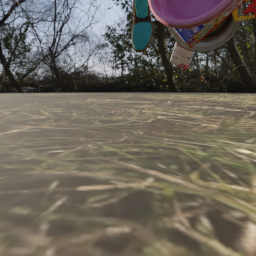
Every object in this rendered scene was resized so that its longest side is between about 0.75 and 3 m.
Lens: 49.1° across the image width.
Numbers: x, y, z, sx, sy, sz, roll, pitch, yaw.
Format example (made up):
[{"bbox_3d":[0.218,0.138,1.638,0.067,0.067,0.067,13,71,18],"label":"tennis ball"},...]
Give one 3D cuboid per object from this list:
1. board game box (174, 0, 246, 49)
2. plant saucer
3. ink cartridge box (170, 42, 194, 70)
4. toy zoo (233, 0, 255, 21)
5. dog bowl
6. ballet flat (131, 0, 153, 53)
[{"bbox_3d":[1.837,-3.096,6.970,1.775,1.344,0.411,-39,-24,21],"label":"board game box"},{"bbox_3d":[1.239,-2.563,5.071,1.764,1.764,0.447,6,-11,33],"label":"plant saucer"},{"bbox_3d":[2.316,-3.118,11.725,0.799,1.091,0.451,32,55,14],"label":"ink cartridge box"},{"bbox_3d":[3.512,-3.602,7.615,1.742,1.143,0.178,-4,28,19],"label":"toy zoo"},{"bbox_3d":[2.477,-3.790,9.186,2.393,2.393,0.882,2,33,15],"label":"dog bowl"},{"bbox_3d":[0.496,-3.582,9.715,0.750,2.211,0.800,-4,-7,10],"label":"ballet flat"}]
